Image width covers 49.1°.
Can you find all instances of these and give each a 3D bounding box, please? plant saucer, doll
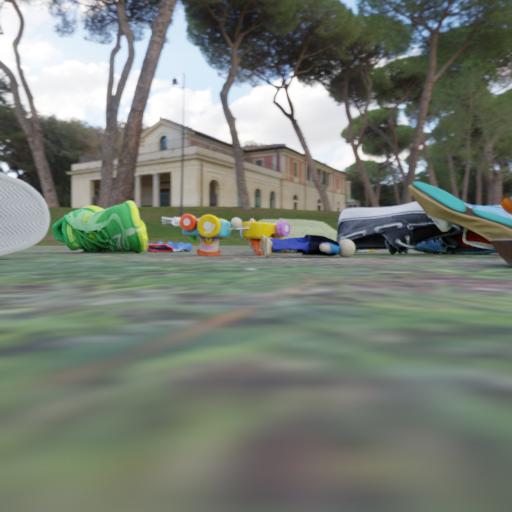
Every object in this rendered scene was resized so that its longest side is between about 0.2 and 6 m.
[{"bbox_3d":[2.738,-0.020,4.589,1.525,0.263,1.525,0,2,0],"label":"plant saucer"},{"bbox_3d":[0.764,-0.147,8.058,1.359,0.329,0.927,1,9,-10],"label":"doll"}]

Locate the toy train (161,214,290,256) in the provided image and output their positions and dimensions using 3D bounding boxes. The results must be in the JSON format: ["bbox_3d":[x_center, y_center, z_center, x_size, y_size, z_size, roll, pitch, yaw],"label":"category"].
[{"bbox_3d":[-0.388,-0.287,9.648,2.339,0.650,1.757,3,-1,-27],"label":"toy train"}]

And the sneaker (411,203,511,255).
[{"bbox_3d":[3.652,-0.552,10.444,1.284,1.119,2.856,-5,4,-43],"label":"sneaker"}]

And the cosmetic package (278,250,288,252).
[{"bbox_3d":[0.500,-0.417,13.261,0.589,0.497,1.140,36,18,27],"label":"cosmetic package"}]

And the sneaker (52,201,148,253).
[{"bbox_3d":[-3.284,-0.452,11.684,1.274,1.129,3.048,-27,18,-38],"label":"sneaker"}]

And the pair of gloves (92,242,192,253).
[{"bbox_3d":[-2.847,-0.220,13.578,2.454,0.280,1.973,1,1,2],"label":"pair of gloves"}]

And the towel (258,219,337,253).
[{"bbox_3d":[1.071,-0.429,12.324,1.904,0.347,1.413,0,24,-30],"label":"towel"}]

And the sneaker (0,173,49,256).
[{"bbox_3d":[-4.362,-0.541,7.149,3.243,1.195,1.874,-2,5,-20],"label":"sneaker"}]

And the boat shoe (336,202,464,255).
[{"bbox_3d":[2.509,-0.407,9.821,2.409,0.817,0.864,0,-27,32],"label":"boat shoe"}]

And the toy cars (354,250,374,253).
[{"bbox_3d":[2.465,-0.237,13.339,0.624,0.308,1.392,0,1,23],"label":"toy cars"}]

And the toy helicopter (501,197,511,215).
[{"bbox_3d":[4.361,-0.595,8.226,0.885,0.528,1.338,-4,45,-30],"label":"toy helicopter"}]

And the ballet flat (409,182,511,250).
[{"bbox_3d":[2.972,-0.491,8.077,1.789,0.564,0.614,27,28,18],"label":"ballet flat"}]
